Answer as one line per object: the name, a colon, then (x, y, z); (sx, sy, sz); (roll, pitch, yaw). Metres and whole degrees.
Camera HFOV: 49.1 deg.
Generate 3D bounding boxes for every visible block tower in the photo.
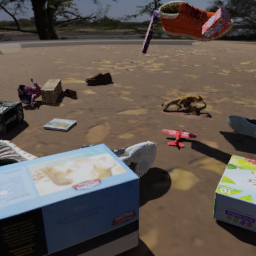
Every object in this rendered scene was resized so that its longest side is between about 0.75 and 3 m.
block tower: (-3.962, -1.989, 14.625); (0.666, 0.713, 2.467); (-1, 21, -4)

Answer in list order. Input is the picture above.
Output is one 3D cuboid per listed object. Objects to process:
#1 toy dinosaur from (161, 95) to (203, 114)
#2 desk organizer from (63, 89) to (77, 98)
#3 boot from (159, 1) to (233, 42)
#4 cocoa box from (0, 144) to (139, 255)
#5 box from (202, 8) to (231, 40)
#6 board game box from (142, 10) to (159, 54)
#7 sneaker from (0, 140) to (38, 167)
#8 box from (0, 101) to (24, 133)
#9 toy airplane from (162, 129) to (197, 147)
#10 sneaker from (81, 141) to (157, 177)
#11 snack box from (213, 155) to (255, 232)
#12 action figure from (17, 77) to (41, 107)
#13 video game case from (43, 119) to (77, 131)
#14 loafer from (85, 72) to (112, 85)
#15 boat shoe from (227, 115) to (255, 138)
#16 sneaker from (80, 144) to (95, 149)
toy dinosaur: (2.817, -1.275, 12.754); (2.676, 0.808, 1.421); (-10, 23, -24)
desk organizer: (-3.047, -1.810, 14.653); (0.854, 0.329, 0.306); (19, 29, 38)
boot: (2.476, -4.054, 10.473); (2.738, 1.027, 1.468); (10, -14, 25)
cocoa box: (-1.166, 1.460, 5.047); (2.376, 1.559, 1.585); (-12, 25, -26)
box: (2.643, -3.098, 8.375); (0.416, 0.835, 0.399); (20, 61, -18)
board game box: (0.794, -3.438, 10.031); (0.220, 1.362, 0.818); (18, 35, -2)
sneaker: (-3.231, 0.946, 7.273); (2.231, 0.823, 0.976); (17, 21, 26)
box: (-5.216, -0.478, 10.803); (1.805, 0.777, 1.478); (3, 22, 6)
toy airplane: (1.732, 0.331, 9.572); (1.234, 0.227, 1.234); (2, 23, -1)
sneaker: (-0.419, 0.811, 7.425); (1.422, 0.943, 2.498); (22, 33, 38)
snack box: (3.409, 1.552, 5.925); (2.751, 0.729, 1.957); (12, 25, 26)
action figure: (-4.565, -1.768, 13.613); (1.194, 1.074, 1.604); (20, 22, 18)
video game case: (-2.626, -0.129, 10.855); (0.981, 0.108, 0.893); (7, 23, 14)
loafer: (-1.844, -3.135, 17.439); (1.860, 0.660, 0.679); (-17, 28, -35)
boat shoe: (4.391, -0.041, 10.053); (0.504, 0.631, 1.670); (-20, 42, -39)
sneaker: (-1.083, 0.757, 8.412); (0.513, 0.355, 0.849); (-21, 28, -22)
